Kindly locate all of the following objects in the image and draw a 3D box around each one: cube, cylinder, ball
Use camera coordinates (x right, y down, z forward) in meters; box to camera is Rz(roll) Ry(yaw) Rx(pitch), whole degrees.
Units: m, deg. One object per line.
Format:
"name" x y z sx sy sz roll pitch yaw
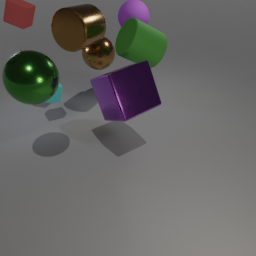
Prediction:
"cube" -3.074 -1.463 11.093 0.700 0.700 0.700 -6 34 -35
"cylinder" 0.471 -3.080 10.274 1.400 1.400 1.400 16 23 -33
"ball" -1.238 -3.150 11.755 1.400 1.400 1.400 0 33 0
"cube" -3.526 -3.736 9.115 0.700 0.700 0.700 21 30 -4
"cylinder" -1.685 -3.488 9.718 1.400 1.400 1.400 14 32 20
"ball" -2.508 -1.303 7.295 1.400 1.400 1.400 0 33 0
"cube" -0.081 -1.105 8.567 1.400 1.400 1.400 -26 15 -26
"ball" 0.247 -4.979 12.515 1.400 1.400 1.400 0 33 0
